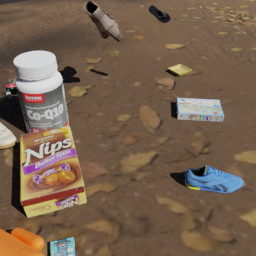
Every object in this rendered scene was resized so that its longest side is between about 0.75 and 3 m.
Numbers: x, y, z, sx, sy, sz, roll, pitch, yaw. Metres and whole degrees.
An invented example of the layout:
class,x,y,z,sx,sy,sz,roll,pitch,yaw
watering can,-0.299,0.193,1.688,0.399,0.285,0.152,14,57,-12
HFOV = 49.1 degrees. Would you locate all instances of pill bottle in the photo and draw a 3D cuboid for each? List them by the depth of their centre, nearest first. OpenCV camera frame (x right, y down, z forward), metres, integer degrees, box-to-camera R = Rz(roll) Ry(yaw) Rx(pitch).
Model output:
class,x,y,z,sx,sy,sz,roll,pitch,yaw
pill bottle,-3.187,-1.201,10.384,1.658,2.911,1.658,0,37,0

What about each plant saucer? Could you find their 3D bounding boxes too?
class,x,y,z,sx,sy,sz,roll,pitch,yaw
plant saucer,2.800,-3.082,15.086,0.937,0.227,0.937,-24,43,-27

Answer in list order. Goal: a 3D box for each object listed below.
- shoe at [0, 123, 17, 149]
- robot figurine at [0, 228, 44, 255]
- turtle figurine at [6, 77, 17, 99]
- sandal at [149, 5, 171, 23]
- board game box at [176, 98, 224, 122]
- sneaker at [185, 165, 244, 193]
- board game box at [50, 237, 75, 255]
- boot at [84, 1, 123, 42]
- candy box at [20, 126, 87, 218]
class,x,y,z,sx,sy,sz,roll,pitch,yaw
shoe,-5.257,0.090,10.537,2.550,0.681,0.892,19,41,23
robot figurine,-2.871,3.051,5.893,2.839,1.655,2.042,18,65,20
turtle figurine,-5.201,-2.017,13.259,1.258,0.846,1.680,-15,34,-19
sandal,1.242,-4.552,11.208,1.017,0.387,0.218,35,4,9
board game box,3.045,-0.802,12.010,1.860,0.318,1.250,4,38,5
sneaker,2.684,1.539,8.632,1.832,0.718,0.604,4,35,3
board game box,-1.602,3.156,6.925,0.591,0.184,0.782,-8,38,-10
boot,-1.120,-4.410,11.384,0.822,1.711,2.341,-49,42,4
candy box,-2.464,1.216,8.945,1.745,0.844,2.991,-12,37,-13
